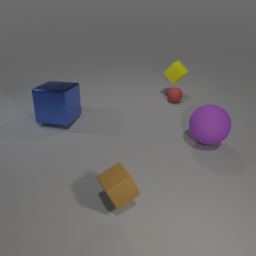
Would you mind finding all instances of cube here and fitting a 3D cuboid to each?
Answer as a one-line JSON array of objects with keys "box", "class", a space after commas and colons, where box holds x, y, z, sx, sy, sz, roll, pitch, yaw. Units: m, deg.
[{"box": [-0.235, 1.427, 6.966, 0.700, 0.700, 0.700, -33, 35, -10], "class": "cube"}, {"box": [-2.832, -1.031, 11.324, 1.400, 1.400, 1.400, 6, 24, 13], "class": "cube"}, {"box": [2.233, -2.590, 13.029, 0.700, 0.700, 0.700, 50, 38, 3], "class": "cube"}]

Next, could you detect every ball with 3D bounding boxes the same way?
[{"box": [2.194, -1.551, 13.039, 0.700, 0.700, 0.700, 0, 31, 0], "class": "ball"}, {"box": [2.834, -0.117, 9.694, 1.400, 1.400, 1.400, 0, 31, 0], "class": "ball"}]
